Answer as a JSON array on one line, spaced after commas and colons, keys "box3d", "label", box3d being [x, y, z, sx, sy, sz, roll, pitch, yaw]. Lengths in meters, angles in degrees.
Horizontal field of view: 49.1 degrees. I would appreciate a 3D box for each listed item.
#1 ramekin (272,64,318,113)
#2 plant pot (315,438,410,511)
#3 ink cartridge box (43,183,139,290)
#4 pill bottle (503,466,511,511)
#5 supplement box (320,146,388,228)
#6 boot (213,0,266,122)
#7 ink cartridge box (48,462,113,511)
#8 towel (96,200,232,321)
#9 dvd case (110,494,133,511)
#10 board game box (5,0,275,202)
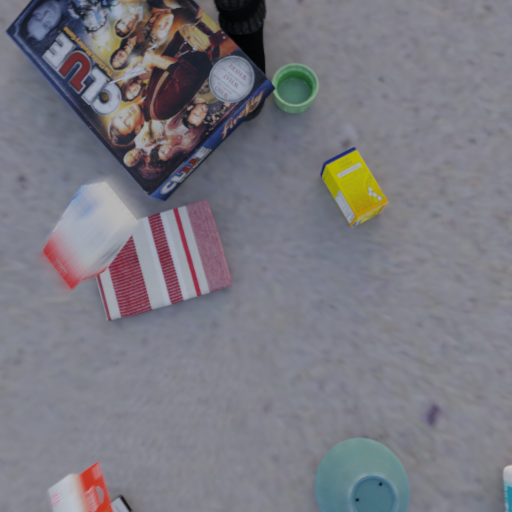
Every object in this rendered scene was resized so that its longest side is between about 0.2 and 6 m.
[{"box3d": [0.693, -3.012, 10.181, 0.838, 0.409, 0.838, 0, 78, 0], "label": "ramekin"}, {"box3d": [1.690, 3.605, 8.524, 1.487, 1.001, 1.487, 0, 78, -1], "label": "plant pot"}, {"box3d": [-1.860, -0.201, 6.222, 0.643, 0.372, 1.107, 50, 123, 9], "label": "ink cartridge box"}, {"box3d": [4.243, 4.015, 8.527, 0.815, 0.815, 1.471, 2, 78, 0], "label": "pill bottle"}, {"box3d": [1.678, -1.180, 9.692, 0.630, 0.626, 1.150, -28, 80, -5], "label": "supplement box"}, {"box3d": [-0.284, -3.882, 9.513, 1.014, 2.014, 2.694, -1, 78, -3], "label": "boot"}, {"box3d": [-2.138, 3.039, 6.835, 0.686, 0.172, 0.790, -37, 56, 8], "label": "ink cartridge box"}, {"box3d": [-1.668, 0.078, 9.645, 2.207, 0.251, 1.589, -16, 81, -2], "label": "towel"}, {"box3d": [-2.502, 5.012, 8.611, 2.097, 0.259, 1.576, -37, 80, -8], "label": "dvd case"}, {"box3d": [-2.068, -3.392, 9.683, 2.792, 0.713, 4.122, -44, 81, 11], "label": "board game box"}]
